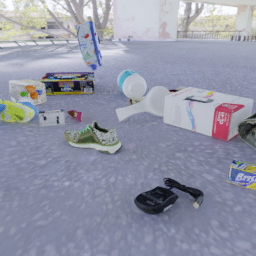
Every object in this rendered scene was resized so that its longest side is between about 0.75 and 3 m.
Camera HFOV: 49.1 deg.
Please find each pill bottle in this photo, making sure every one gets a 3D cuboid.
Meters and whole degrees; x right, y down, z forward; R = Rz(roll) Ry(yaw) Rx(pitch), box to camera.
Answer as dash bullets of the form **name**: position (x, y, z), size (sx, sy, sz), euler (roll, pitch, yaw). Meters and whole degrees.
- **pill bottle**: position (0.220, -2.191, 14.175), size (1.200, 1.200, 2.167), euler (-5, 23, -11)

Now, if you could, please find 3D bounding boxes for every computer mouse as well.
- **computer mouse**: position (0.937, 1.625, 6.089), size (1.140, 0.374, 1.623), euler (16, 19, 33)

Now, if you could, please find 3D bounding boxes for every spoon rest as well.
- **spoon rest**: position (0.820, -0.903, 11.287), size (2.586, 1.285, 0.784), euler (-21, 2, -26)

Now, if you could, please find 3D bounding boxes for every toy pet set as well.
- **toy pet set**: position (-5.128, -0.857, 11.122), size (2.771, 1.471, 2.587), euler (-6, -4, 5)

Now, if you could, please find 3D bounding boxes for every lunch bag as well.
- **lunch bag**: position (4.923, -0.047, 8.228), size (2.272, 1.629, 2.770), euler (-17, 18, -11)
- **lunch bag**: position (-1.678, -3.621, 12.619), size (0.910, 1.930, 2.409), euler (-14, 6, 0)

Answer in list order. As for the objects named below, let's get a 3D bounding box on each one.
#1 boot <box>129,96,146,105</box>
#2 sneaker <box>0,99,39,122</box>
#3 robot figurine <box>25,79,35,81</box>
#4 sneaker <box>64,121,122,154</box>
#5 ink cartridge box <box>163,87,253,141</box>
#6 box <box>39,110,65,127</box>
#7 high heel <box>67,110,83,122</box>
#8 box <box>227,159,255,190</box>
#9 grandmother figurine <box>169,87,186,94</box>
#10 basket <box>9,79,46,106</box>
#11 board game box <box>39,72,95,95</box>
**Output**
- **boot**: position (0.726, -1.135, 12.529), size (1.097, 0.511, 1.418), euler (-6, 18, -17)
- **sneaker**: position (-4.661, -0.720, 11.316), size (2.296, 0.870, 1.206), euler (15, 14, 17)
- **robot figurine**: position (-5.432, -2.376, 15.450), size (0.989, 0.572, 0.868), euler (12, 24, 28)
- **sneaker**: position (-1.127, 0.146, 8.889), size (2.041, 0.904, 0.785), euler (9, 24, 21)
- **ink cartridge box**: position (2.948, -0.628, 10.469), size (2.673, 1.144, 1.973), euler (20, 30, 37)
- **box**: position (-2.883, -0.374, 10.646), size (0.940, 0.548, 0.283), euler (-7, 21, -12)
- **high heel**: position (-2.113, -0.493, 11.104), size (0.567, 0.397, 1.179), euler (5, 6, -15)
- **box**: position (3.194, 1.225, 6.817), size (1.399, 0.490, 0.450), euler (14, 26, 30)
- **grandmother figurine**: position (2.231, -1.515, 13.268), size (1.326, 0.662, 2.187), euler (38, 38, 15)
- **basket**: position (-4.714, -1.713, 13.225), size (1.564, 1.060, 0.965), euler (15, 25, 33)
- **board game box**: position (-3.262, -2.511, 15.490), size (2.808, 0.796, 2.321), euler (-2, 24, -6)
